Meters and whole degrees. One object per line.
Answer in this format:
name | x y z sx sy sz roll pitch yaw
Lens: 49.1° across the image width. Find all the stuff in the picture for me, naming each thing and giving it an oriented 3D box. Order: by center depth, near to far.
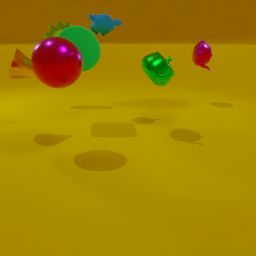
ball | -1.609 -1.485 6.407 1.155 1.155 1.155 0 19 0
cone | -2.724 -1.578 7.850 1.011 1.008 1.008 15 13 -21
teapot | 0.923 -1.702 7.960 0.813 1.032 1.660 -38 33 16
cylinder | -1.478 -2.353 8.497 1.263 1.263 1.263 -1 12 -3
monkey head | -0.856 -3.554 9.325 1.195 0.860 0.720 -2 -19 -32
gear | -2.581 -3.428 11.080 1.565 1.565 0.289 3 -7 7
teapot | 3.098 -2.981 11.508 0.750 1.532 0.953 3 -23 -4
